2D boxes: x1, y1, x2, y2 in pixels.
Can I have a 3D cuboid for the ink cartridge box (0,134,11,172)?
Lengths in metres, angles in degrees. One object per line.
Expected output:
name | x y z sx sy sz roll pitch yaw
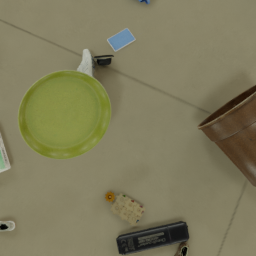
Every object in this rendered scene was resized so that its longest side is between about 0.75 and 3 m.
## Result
ink cartridge box | -6.165 1.087 10.944 2.581 0.646 2.077 -21 78 -6

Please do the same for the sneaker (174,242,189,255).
sneaker | 1.890 4.748 10.195 0.417 0.447 1.184 21 78 5

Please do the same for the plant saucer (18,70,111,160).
plant saucer | -1.938 -0.401 8.772 2.900 0.451 2.900 -11 116 -25

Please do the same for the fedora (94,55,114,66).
fedora | -1.005 -2.851 11.827 0.876 0.876 0.400 -5 108 -1

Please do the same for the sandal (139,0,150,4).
sandal | 0.590 -5.902 12.576 1.198 0.476 0.522 11 82 4

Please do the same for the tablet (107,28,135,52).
tablet | -0.294 -3.877 12.309 1.081 0.074 0.704 -32 79 -8

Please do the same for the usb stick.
usb stick | 0.934 4.067 10.358 2.706 0.441 0.750 -12 84 -3

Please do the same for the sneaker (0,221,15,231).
sneaker | -4.829 3.651 10.406 1.118 0.514 0.423 -5 77 -1

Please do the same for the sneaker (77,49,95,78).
sneaker | -1.806 -2.350 11.655 0.878 0.751 2.016 -5 77 4

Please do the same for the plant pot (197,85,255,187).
plant pot | 4.593 0.299 10.065 2.983 2.983 2.953 -36 87 -7

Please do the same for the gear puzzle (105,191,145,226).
gear puzzle | -0.205 3.005 10.731 1.618 0.212 0.838 30 81 9
